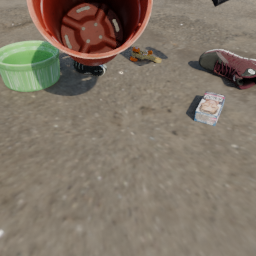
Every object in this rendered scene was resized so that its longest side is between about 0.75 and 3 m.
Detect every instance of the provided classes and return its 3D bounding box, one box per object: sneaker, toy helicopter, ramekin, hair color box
[{"bbox_3d":[3.950,-2.242,10.818,2.607,0.986,1.506,14,42,17],"label":"sneaker"},{"bbox_3d":[0.848,-3.236,12.612,1.424,0.562,0.942,23,32,11],"label":"toy helicopter"},{"bbox_3d":[-3.780,-2.387,10.805,2.395,1.170,2.395,0,37,0],"label":"ramekin"},{"bbox_3d":[-1.585,-2.535,11.602,1.525,0.563,0.604,18,31,13],"label":"sneaker"},{"bbox_3d":[2.697,-0.666,9.168,0.691,0.418,1.382,16,40,20],"label":"hair color box"}]

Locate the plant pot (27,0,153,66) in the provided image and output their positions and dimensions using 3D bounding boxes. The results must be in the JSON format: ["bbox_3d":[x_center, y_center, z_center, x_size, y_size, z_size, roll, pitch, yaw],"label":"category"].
[{"bbox_3d":[-0.960,-2.886,7.392,2.737,2.737,2.661,-5,1,-7],"label":"plant pot"}]

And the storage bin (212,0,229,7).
[{"bbox_3d":[2.318,-3.920,7.126,0.637,1.359,0.919,-21,10,16],"label":"storage bin"}]
